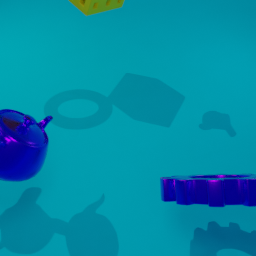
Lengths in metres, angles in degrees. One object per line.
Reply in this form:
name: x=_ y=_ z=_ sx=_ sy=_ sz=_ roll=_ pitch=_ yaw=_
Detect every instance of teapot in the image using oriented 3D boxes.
teapot: x=-1.850 y=0.191 z=4.659 sx=1.268 sy=2.039 sz=0.998 roll=41 pitch=105 yaw=-1

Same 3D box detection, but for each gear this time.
gear: x=1.516 y=0.982 z=4.642 sx=1.942 sy=1.942 sz=0.359 roll=-2 pitch=82 yaw=-1

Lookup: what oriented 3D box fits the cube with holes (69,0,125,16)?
cube with holes: x=-0.792 y=-3.747 z=6.554 sx=1.377 sy=1.377 sz=1.377 roll=43 pitch=46 yaw=10
